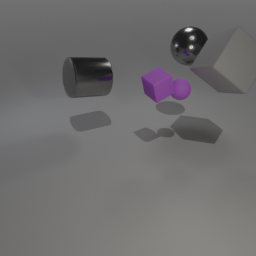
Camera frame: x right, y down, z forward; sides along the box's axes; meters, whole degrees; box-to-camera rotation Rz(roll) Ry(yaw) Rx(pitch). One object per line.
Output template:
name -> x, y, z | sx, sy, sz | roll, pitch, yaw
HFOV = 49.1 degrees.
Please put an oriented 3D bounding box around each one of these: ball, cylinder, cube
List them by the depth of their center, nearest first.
cube -> 3.067, -2.011, 8.574 | 1.400, 1.400, 1.400 | 32, -1, -19
cube -> 0.932, -1.348, 8.758 | 0.700, 0.700, 0.700 | -31, 45, -15
ball -> 1.699, -1.261, 9.118 | 0.700, 0.700, 0.700 | 0, 29, 0
cylinder -> -1.454, -1.808, 10.010 | 1.400, 1.400, 1.400 | -8, 29, -30
ball -> 2.266, -3.004, 10.339 | 1.400, 1.400, 1.400 | 0, 29, 0
